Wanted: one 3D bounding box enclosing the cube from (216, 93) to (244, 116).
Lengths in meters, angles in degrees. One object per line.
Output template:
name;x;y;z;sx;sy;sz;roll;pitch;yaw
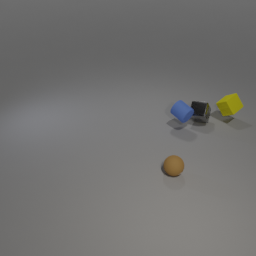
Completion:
cube;4.477;-1.018;12.333;0.700;0.700;0.700;-35;9;-20

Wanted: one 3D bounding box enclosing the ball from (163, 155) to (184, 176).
ball;1.544;1.267;9.440;0.700;0.700;0.700;0;31;0

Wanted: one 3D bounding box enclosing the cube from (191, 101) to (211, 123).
cube;3.146;-0.695;12.216;0.700;0.700;0.700;7;71;32

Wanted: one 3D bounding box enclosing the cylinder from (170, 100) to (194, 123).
cylinder;2.256;-0.688;11.674;0.700;0.700;0.700;-25;56;-35
